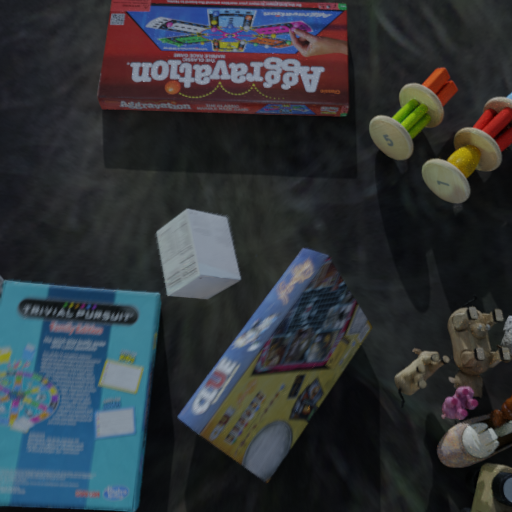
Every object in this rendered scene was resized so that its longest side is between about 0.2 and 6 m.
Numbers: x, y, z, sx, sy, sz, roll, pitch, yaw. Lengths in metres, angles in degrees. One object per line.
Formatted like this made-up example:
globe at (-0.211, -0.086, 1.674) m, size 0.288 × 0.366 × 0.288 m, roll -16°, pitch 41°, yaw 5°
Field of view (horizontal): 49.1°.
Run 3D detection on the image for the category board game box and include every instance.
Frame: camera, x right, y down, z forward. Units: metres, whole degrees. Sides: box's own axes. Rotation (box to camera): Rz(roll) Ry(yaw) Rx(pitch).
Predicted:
board game box at (-2.803, 2.070, 8.470) m, size 2.386 × 0.742 × 3.160 m, roll 5°, pitch 70°, yaw -6°
board game box at (0.424, 1.614, 8.141) m, size 0.507 × 1.984 × 2.929 m, roll 22°, pitch 67°, yaw 44°
board game box at (-0.577, -3.893, 10.876) m, size 4.675 × 0.455 × 2.407 m, roll 2°, pitch 71°, yaw 1°

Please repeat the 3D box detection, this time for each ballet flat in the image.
ballet flat at (3.618, 2.648, 8.452) m, size 1.848 × 0.621 × 0.629 m, roll -22°, pitch 68°, yaw -7°

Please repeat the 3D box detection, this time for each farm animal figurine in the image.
farm animal figurine at (3.172, 1.645, 8.553) m, size 2.053 × 1.071 × 2.031 m, roll 20°, pitch 65°, yaw -4°

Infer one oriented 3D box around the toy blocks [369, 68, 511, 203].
toy blocks at (3.709, -2.542, 10.119) m, size 2.210 × 0.963 × 2.652 m, roll 43°, pitch 76°, yaw 13°

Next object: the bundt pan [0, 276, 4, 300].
bundt pan at (-4.838, 0.821, 9.072) m, size 1.807 × 0.678 × 1.807 m, roll 0°, pitch 71°, yaw 1°

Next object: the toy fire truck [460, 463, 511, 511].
toy fire truck at (3.940, 4.018, 7.783) m, size 1.892 × 1.217 × 1.665 m, roll 23°, pitch 72°, yaw -5°

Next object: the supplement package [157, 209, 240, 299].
supplement package at (-0.881, -0.003, 8.443) m, size 0.809 × 0.803 × 1.066 m, roll 10°, pitch 59°, yaw -45°
